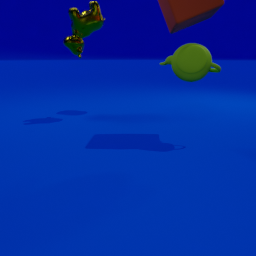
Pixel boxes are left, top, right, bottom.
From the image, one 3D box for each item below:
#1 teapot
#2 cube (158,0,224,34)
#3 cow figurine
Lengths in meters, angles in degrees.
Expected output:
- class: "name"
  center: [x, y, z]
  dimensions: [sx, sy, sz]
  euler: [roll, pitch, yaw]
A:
- class: "teapot"
  center: [1.301, -1.349, 5.960]
  dimensions: [1.334, 0.829, 0.653]
  euler: [12, -8, 14]
- class: "cube"
  center: [1.310, -2.883, 6.193]
  dimensions: [1.062, 1.062, 1.062]
  euler: [-22, 6, 4]
- class: "cow figurine"
  center: [-1.277, -2.836, 8.177]
  dimensions: [1.403, 1.381, 0.770]
  euler: [-21, 26, -9]
